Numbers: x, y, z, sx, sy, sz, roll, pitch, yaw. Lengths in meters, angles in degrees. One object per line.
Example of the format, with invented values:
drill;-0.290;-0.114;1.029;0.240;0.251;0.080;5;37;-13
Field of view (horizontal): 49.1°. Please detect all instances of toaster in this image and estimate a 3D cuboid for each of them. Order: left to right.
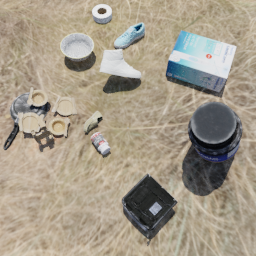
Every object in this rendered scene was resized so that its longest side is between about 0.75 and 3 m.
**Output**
toaster;0.653;2.597;9.446;1.429;0.938;1.580;42;71;18

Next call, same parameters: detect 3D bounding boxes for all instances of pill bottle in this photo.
pill bottle;-1.036;0.591;10.687;0.461;0.461;0.795;-33;66;-15
pill bottle;2.881;0.175;9.279;1.659;2.967;1.659;-5;75;19

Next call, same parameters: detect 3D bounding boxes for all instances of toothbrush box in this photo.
toothbrush box;3.119;-2.884;12.090;2.503;1.067;1.832;21;66;9

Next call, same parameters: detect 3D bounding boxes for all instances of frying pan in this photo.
frying pan;-4.427;-0.526;11.326;1.570;0.423;2.596;40;67;17

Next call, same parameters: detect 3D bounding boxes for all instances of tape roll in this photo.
tape roll;-1.270;-5.657;13.868;0.979;0.342;0.979;0;63;0

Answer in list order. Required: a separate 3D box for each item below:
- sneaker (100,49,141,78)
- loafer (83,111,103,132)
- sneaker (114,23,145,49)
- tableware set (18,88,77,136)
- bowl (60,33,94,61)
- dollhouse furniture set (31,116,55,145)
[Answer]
sneaker;-0.190;-2.687;11.599;1.887;0.695;1.090;6;100;-30
loafer;-1.380;-0.227;11.144;0.363;0.403;1.064;27;66;19
sneaker;0.052;-4.376;13.022;1.752;0.718;0.648;-39;69;-17
tableware set;-3.186;-0.589;11.190;2.233;0.259;1.865;10;67;-10
bowl;-2.244;-3.474;12.571;1.475;0.692;1.475;1;62;-2
dollhouse furniture set;-3.285;0.102;10.513;0.642;1.238;0.548;-27;67;-13
